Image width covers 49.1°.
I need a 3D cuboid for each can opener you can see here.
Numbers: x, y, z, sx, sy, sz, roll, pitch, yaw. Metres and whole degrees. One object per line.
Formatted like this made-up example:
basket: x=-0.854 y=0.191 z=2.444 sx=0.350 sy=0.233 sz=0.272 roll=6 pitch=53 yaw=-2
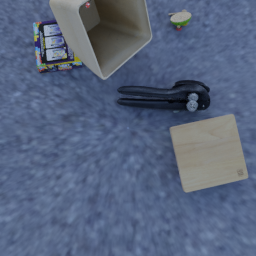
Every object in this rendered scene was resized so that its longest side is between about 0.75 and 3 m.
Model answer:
can opener: x=0.957 y=-0.791 z=7.529 sx=2.526 sy=0.993 sz=0.801 roll=-3 pitch=110 yaw=2

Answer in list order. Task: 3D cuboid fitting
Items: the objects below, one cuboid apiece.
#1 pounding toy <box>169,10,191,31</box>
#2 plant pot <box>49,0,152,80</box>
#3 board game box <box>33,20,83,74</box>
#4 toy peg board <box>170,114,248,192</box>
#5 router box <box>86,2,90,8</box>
pounding toy: x=1.603 y=-3.241 z=8.514 sx=0.620 sy=0.373 sz=0.803 roll=-14 pitch=42 yaw=7
plant pot: x=-0.793 y=-2.746 z=7.056 sx=1.724 sy=1.945 sz=1.947 roll=29 pitch=64 yaw=34
board game box: x=-2.039 y=-2.409 z=8.143 sx=1.255 sy=0.431 sz=1.519 roll=-8 pitch=72 yaw=-5
toy peg board: x=1.935 y=0.613 z=7.059 sx=1.596 sy=0.781 sz=1.590 roll=-12 pitch=87 yaw=-3
router box: x=-0.684 y=-3.589 z=8.585 sx=1.220 sy=0.332 sz=1.360 roll=30 pitch=74 yaw=10
